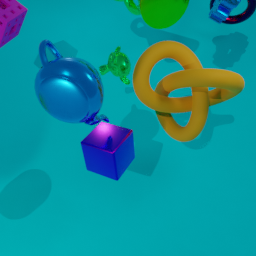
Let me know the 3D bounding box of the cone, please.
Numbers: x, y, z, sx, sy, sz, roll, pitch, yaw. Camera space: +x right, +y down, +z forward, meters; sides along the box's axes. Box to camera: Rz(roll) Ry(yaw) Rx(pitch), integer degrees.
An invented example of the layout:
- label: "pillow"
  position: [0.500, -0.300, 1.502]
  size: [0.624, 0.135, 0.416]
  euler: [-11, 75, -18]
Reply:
- label: "cone"
  position: [0.683, -3.711, 7.703]
  size: [1.474, 1.474, 1.480]
  euler: [-22, 45, -11]

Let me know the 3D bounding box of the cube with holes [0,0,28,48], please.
- label: "cube with holes"
  position: [-3.492, -2.952, 7.500]
  size: [0.965, 0.965, 0.965]
  euler: [36, 44, -12]

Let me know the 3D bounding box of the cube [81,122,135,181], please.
- label: "cube"
  position: [-0.379, 0.450, 5.654]
  size: [0.765, 0.765, 0.765]
  euler: [15, 41, 25]

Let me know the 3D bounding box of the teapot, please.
- label: "teapot"
  position: [-0.918, -0.659, 4.892]
  size: [1.191, 1.915, 0.938]
  euler: [-18, 30, 28]

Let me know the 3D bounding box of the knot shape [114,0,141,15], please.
- label: "knot shape"
  position: [-0.042, -3.977, 8.052]
  size: [0.789, 1.598, 1.708]
  euler: [-45, 27, 7]

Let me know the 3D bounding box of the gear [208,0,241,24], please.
- label: "gear"
  position: [2.587, -3.415, 6.705]
  size: [0.330, 1.785, 1.785]
  euler: [29, 64, -4]

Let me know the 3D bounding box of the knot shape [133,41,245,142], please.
- label: "knot shape"
  position: [1.249, -0.724, 5.528]
  size: [1.958, 2.092, 0.967]
  euler: [-7, 37, 25]

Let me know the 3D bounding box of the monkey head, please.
- label: "monkey head"
  position: [-0.326, -1.643, 7.492]
  size: [0.785, 0.658, 1.092]
  euler: [-17, 88, 34]

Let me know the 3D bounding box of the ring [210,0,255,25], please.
- label: "ring"
  position: [3.034, -3.556, 8.103]
  size: [1.308, 1.308, 0.262]
  euler: [14, 64, 7]
